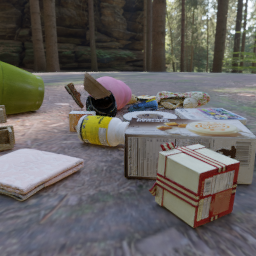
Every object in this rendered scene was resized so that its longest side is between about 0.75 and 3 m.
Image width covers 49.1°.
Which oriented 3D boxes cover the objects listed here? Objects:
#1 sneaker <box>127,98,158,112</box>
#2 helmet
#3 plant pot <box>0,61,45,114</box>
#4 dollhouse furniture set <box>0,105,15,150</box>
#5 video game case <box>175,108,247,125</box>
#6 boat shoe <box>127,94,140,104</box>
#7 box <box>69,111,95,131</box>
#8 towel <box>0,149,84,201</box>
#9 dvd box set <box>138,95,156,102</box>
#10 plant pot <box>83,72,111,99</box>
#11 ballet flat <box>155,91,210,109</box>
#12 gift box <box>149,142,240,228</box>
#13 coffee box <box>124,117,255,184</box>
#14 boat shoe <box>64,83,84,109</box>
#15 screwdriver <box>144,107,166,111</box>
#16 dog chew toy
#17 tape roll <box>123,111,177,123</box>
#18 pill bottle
[{"bbox_3d":[0.695,-0.947,13.728,1.648,0.646,0.543,-14,4,32],"label":"sneaker"},{"bbox_3d":[-1.084,-0.821,11.403,1.382,1.382,1.317,-4,-20,-15],"label":"helmet"},{"bbox_3d":[-5.567,-1.808,13.426,2.650,2.752,2.752,3,9,-40],"label":"plant pot"},{"bbox_3d":[-4.852,-0.816,8.160,2.614,2.956,1.643,-8,16,-27],"label":"dollhouse furniture set"},{"bbox_3d":[3.514,-0.517,12.378,2.347,0.296,2.576,-1,14,-4],"label":"video game case"},{"bbox_3d":[0.219,-1.684,16.388,0.661,0.622,1.737,18,20,19],"label":"boat shoe"},{"bbox_3d":[-1.700,-0.253,10.498,0.919,0.700,0.489,1,14,5],"label":"box"},{"bbox_3d":[-2.378,0.970,6.537,2.011,0.324,1.921,8,17,28],"label":"towel"},{"bbox_3d":[1.158,-1.886,17.800,1.085,0.218,1.482,8,16,32],"label":"dvd box set"},{"bbox_3d":[-1.252,-1.475,10.419,1.218,0.562,1.218,41,0,0],"label":"plant pot"},{"bbox_3d":[2.786,-1.350,14.713,2.904,1.098,0.928,3,44,25],"label":"ballet flat"},{"bbox_3d":[1.105,0.919,5.050,1.264,1.167,1.180,-2,15,-32],"label":"gift box"},{"bbox_3d":[1.393,0.467,6.838,2.815,1.122,1.610,2,15,8],"label":"coffee box"},{"bbox_3d":[-2.656,-1.688,14.480,0.500,1.470,0.529,-37,9,-14],"label":"boat shoe"},{"bbox_3d":[1.367,-0.851,13.811,0.405,0.388,2.781,-26,-4,24],"label":"screwdriver"},{"bbox_3d":[-0.723,-1.703,14.340,1.779,1.779,2.857,7,10,26],"label":"dog chew toy"},{"bbox_3d":[0.787,-0.130,10.145,1.948,0.644,1.948,-1,14,0],"label":"tape roll"},{"bbox_3d":[-0.714,0.088,8.799,1.590,0.894,0.894,6,16,23],"label":"pill bottle"}]
